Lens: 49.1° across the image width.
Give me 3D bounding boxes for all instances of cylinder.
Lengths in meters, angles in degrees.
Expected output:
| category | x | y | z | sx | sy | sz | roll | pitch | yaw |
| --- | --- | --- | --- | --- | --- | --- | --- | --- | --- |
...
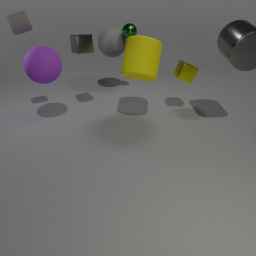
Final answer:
| category | x | y | z | sx | sy | sz | roll | pitch | yaw |
| --- | --- | --- | --- | --- | --- | --- | --- | --- | --- |
| cylinder | -3.940 | -3.816 | 10.193 | 0.700 | 0.700 | 0.700 | -23 | 34 | -11 |
| cylinder | 0.520 | -2.646 | 10.844 | 1.400 | 1.400 | 1.400 | 10 | -1 | 0 |
| cylinder | 4.086 | -2.949 | 9.968 | 1.400 | 1.400 | 1.400 | -2 | 36 | -4 |

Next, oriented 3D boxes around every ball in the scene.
| category | x | y | z | sx | sy | sz | roll | pitch | yaw |
| --- | --- | --- | --- | --- | --- | --- | --- | --- | --- |
| ball | -3.192 | -2.362 | 10.526 | 1.400 | 1.400 | 1.400 | 0 | 29 | 0 |
| ball | -0.765 | -4.168 | 13.665 | 1.400 | 1.400 | 1.400 | 0 | 29 | 0 |
| ball | 0.072 | -4.463 | 12.919 | 0.700 | 0.700 | 0.700 | 0 | 29 | 0 |

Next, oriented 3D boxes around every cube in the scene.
| category | x | y | z | sx | sy | sz | roll | pitch | yaw |
| --- | --- | --- | --- | --- | --- | --- | --- | --- | --- |
| cube | -1.856 | -3.389 | 11.265 | 0.700 | 0.700 | 0.700 | -15 | 24 | -28 |
| cube | 2.442 | -2.393 | 11.913 | 0.700 | 0.700 | 0.700 | 18 | 21 | -19 |
